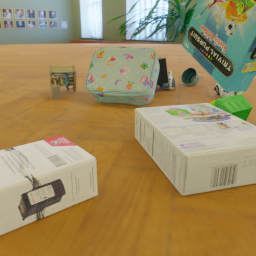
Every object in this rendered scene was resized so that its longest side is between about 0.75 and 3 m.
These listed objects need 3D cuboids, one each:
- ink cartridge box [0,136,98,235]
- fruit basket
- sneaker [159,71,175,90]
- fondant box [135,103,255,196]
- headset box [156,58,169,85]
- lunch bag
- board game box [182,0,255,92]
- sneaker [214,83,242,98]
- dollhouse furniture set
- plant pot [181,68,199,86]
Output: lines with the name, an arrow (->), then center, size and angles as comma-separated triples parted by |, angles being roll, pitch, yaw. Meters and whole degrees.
ink cartridge box -> -1.635, 0.853, 4.711 | 1.835, 0.774, 1.328 | -15, 25, -35
fruit basket -> 2.903, -0.594, 8.587 | 1.355, 0.977, 1.355 | 8, 35, -6
sneaker -> 1.799, -2.268, 13.286 | 0.740, 0.669, 1.737 | -5, 23, 6
fondant box -> 1.556, 0.242, 6.270 | 2.101, 0.848, 2.912 | -5, 22, -14
headset box -> 0.404, -2.467, 12.643 | 2.093, 1.115, 2.404 | -15, 20, -15
lunch bag -> -0.237, -1.923, 10.550 | 2.658, 2.132, 1.025 | 5, -16, 19
board game box -> 2.467, -2.663, 6.298 | 0.694, 2.958, 2.233 | -4, 44, -23
sneaker -> 3.808, -1.480, 11.226 | 1.039, 0.637, 1.597 | 16, 26, 40
dollhouse furniture set -> -2.690, -1.768, 11.789 | 1.096, 1.090, 1.555 | -5, 45, -17
plant pot -> 3.129, -2.447, 13.720 | 0.579, 0.864, 0.864 | 19, 3, -43
